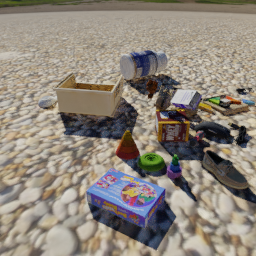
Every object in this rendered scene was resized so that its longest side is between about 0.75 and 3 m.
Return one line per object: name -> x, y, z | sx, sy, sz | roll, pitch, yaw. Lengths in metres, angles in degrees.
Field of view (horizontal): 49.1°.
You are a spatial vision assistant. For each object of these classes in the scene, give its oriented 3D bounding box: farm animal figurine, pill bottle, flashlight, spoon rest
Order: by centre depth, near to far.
flashlight -> 2.436, 0.365, 9.843 | 0.315, 0.314, 0.928 | 5, 20, 30
farm animal figurine -> 1.832, -1.023, 11.593 | 2.389, 1.201, 1.929 | 16, 8, -32
spoon rest -> -3.581, -1.428, 13.197 | 0.780, 0.476, 1.569 | 12, 44, 24
pill bottle -> 0.943, -3.712, 16.165 | 2.603, 1.444, 1.444 | -17, 33, -26

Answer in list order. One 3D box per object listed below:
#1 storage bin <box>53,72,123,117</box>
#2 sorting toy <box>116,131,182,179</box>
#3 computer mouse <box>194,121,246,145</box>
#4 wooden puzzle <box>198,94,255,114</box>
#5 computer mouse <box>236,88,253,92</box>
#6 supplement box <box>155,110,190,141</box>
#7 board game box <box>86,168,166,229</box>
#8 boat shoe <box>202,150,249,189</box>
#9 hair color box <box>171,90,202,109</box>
storage bin -> -1.634, -1.618, 12.657 | 2.522, 1.182, 2.504 | 5, 30, 9
sorting toy -> 0.614, 0.723, 8.771 | 2.453, 0.845, 0.851 | 22, 35, 35
computer mouse -> 3.549, -0.047, 10.584 | 1.866, 0.429, 1.310 | 18, 34, 28
wooden puzzle -> 4.401, -1.138, 12.712 | 2.501, 0.292, 1.687 | -16, 33, -27
computer mouse -> 5.976, -1.952, 14.356 | 1.098, 0.187, 0.322 | -7, 13, -23
supplement box -> 1.606, -0.109, 10.357 | 1.108, 0.746, 1.124 | 0, 29, 0
board game box -> -0.050, 1.761, 7.336 | 1.731, 0.388, 1.164 | 17, 33, 27
boat shoe -> 2.824, 1.198, 8.228 | 0.570, 0.516, 1.599 | -18, 33, -29
hair color box -> 1.969, -0.983, 9.534 | 0.333, 0.562, 1.029 | 35, -7, -25
